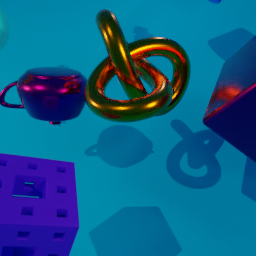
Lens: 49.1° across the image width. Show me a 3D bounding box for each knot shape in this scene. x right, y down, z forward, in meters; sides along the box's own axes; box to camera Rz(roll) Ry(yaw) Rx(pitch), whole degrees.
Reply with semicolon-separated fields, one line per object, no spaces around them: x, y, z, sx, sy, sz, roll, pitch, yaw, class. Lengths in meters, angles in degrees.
0.253;-0.848;4.354;1.804;0.891;1.928;9;60;-33;knot shape

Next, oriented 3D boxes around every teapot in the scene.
-1.250;-0.541;5.043;2.030;0.994;1.262;1;21;-10;teapot

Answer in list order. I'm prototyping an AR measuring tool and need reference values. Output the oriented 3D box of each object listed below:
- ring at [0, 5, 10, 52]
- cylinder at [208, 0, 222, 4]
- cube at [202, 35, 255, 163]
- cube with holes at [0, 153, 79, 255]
-3.234;-2.299;5.840;0.332;1.658;1.658;-14;55;32;ring
2.112;-3.784;6.414;1.258;1.258;1.258;-45;65;15;cylinder
1.989;-0.420;3.427;1.346;1.346;1.346;35;54;-7;cube
-1.283;1.104;3.442;1.072;1.072;1.072;10;29;-20;cube with holes
